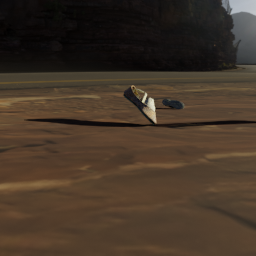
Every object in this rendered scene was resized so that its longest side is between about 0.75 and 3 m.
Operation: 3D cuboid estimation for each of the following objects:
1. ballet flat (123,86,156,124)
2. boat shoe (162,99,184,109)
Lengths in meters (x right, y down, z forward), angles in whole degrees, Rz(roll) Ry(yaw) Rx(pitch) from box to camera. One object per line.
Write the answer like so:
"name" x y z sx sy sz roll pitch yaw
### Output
"ballet flat" 0.478 -0.838 9.116 1.729 0.581 0.588 47 9 32
"boat shoe" 1.933 -1.011 11.886 0.958 0.362 0.289 21 -2 17
